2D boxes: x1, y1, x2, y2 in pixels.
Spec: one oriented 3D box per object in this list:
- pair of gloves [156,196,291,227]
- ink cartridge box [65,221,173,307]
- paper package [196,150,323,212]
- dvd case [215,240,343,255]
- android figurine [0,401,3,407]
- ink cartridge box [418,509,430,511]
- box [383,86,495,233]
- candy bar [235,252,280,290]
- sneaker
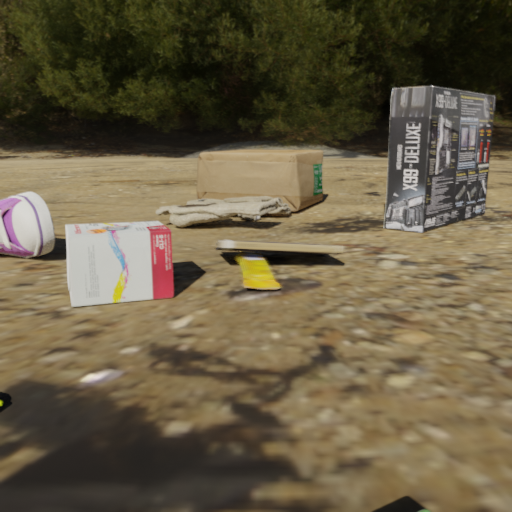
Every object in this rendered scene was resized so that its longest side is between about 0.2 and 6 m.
[{"bbox_3d":[-0.642,-0.993,12.541,2.527,0.521,2.971,-1,9,15],"label":"pair of gloves"},{"bbox_3d":[-1.680,0.063,6.785,1.185,0.857,0.861,-5,13,-20],"label":"ink cartridge box"},{"bbox_3d":[0.238,-2.100,15.253,2.797,1.518,2.934,4,12,19],"label":"paper package"},{"bbox_3d":[0.287,-0.123,8.444,1.769,0.141,1.316,2,-1,-5],"label":"dvd case"},{"bbox_3d":[-2.100,1.072,3.827,0.659,0.135,0.600,-12,17,-40],"label":"android figurine"},{"bbox_3d":[0.324,1.360,1.433,1.357,0.572,0.992,-7,14,-30],"label":"ink cartridge box"},{"bbox_3d":[4.132,-2.155,12.354,0.900,2.852,3.616,10,17,40],"label":"box"},{"bbox_3d":[-0.020,0.183,7.772,0.453,0.201,1.816,1,11,-6],"label":"candy bar"},{"bbox_3d":[-4.351,-0.316,8.645,2.819,1.022,1.607,1,16,42],"label":"sneaker"}]
